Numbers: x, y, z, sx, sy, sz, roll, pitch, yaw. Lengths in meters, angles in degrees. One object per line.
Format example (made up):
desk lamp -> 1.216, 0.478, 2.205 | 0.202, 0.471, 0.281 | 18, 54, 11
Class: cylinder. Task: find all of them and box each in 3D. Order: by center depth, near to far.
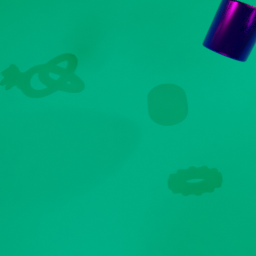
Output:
cylinder -> 2.286, -2.094, 6.007 | 1.039, 1.039, 1.039 | 17, 26, -8
